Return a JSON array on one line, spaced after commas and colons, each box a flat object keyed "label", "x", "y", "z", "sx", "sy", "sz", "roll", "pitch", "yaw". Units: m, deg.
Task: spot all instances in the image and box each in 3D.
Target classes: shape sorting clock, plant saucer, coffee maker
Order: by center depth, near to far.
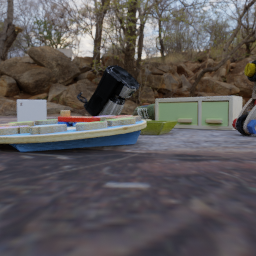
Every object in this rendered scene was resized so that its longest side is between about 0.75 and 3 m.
[{"label": "shape sorting clock", "x": -1.141, "y": -0.029, "z": 5.076, "sx": 2.957, "sy": 0.580, "sz": 2.957, "roll": 0, "pitch": 3, "yaw": 0}, {"label": "plant saucer", "x": 0.485, "y": -0.022, "z": 7.344, "sx": 1.375, "sy": 0.330, "sz": 1.377, "roll": 1, "pitch": 3, "yaw": 24}, {"label": "coffee maker", "x": -0.793, "y": -1.341, "z": 10.467, "sx": 1.848, "sy": 1.924, "sz": 1.296, "roll": 28, "pitch": 29, "yaw": -10}]

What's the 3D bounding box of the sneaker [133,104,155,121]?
[{"label": "sneaker", "x": 0.890, "y": -0.583, "z": 13.246, "sx": 1.326, "sy": 0.990, "sz": 2.953, "roll": -7, "pitch": 2, "yaw": 3}]

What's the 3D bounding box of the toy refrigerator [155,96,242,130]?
[{"label": "toy refrigerator", "x": 2.337, "y": -0.516, "z": 9.690, "sx": 2.845, "sy": 1.080, "sz": 0.995, "roll": 3, "pitch": 4, "yaw": 39}]

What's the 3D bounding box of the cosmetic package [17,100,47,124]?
[{"label": "cosmetic package", "x": -3.608, "y": -0.532, "z": 10.513, "sx": 1.022, "sy": 1.016, "sz": 1.222, "roll": -1, "pitch": 2, "yaw": -19}]

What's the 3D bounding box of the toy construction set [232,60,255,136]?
[{"label": "toy construction set", "x": 3.748, "y": -0.852, "z": 6.902, "sx": 2.214, "sy": 2.040, "sz": 2.655, "roll": 1, "pitch": 3, "yaw": 17}]

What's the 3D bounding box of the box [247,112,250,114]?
[{"label": "box", "x": 4.898, "y": -0.335, "z": 10.820, "sx": 2.557, "sy": 0.629, "sz": 2.648, "roll": 0, "pitch": 3, "yaw": 33}]
